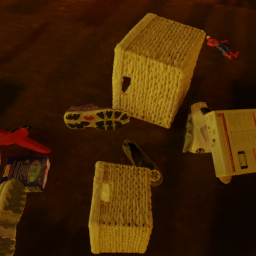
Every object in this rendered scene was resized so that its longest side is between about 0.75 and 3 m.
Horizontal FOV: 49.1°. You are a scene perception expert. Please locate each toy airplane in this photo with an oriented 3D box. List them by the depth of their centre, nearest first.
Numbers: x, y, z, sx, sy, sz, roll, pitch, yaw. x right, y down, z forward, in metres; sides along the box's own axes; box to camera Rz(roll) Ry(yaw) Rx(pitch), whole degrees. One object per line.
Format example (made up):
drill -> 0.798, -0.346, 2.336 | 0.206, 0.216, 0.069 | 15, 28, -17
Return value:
toy airplane -> -3.964, 0.413, 8.969 | 2.694, 0.495, 2.694 | 8, 27, -4

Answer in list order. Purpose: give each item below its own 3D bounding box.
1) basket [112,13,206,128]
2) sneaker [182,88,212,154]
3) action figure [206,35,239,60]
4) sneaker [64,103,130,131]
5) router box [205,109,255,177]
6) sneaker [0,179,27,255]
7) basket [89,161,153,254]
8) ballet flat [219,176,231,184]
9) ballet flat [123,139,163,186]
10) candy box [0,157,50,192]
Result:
basket -> 1.073, -2.063, 10.157 | 2.339, 2.883, 2.909 | 21, 50, 13
sneaker -> 2.588, -0.243, 9.745 | 1.197, 1.002, 2.706 | 8, 57, 7
action figure -> 4.483, -3.995, 13.571 | 0.632, 0.499, 1.931 | -25, 49, -18
sneaker -> -1.096, -0.541, 10.047 | 2.335, 0.941, 0.974 | 4, 41, 4
router box -> 3.320, 0.421, 8.393 | 1.724, 0.469, 1.921 | -3, 78, -19
sneaker -> -3.548, 2.747, 7.097 | 1.199, 1.093, 2.924 | -13, 42, 20
basket -> -0.182, 2.023, 7.051 | 1.427, 1.774, 1.758 | 2, 47, 0
ballet flat -> 3.025, 1.147, 8.792 | 0.428, 0.396, 1.214 | 3, 47, 3
ballet flat -> 0.420, 1.020, 8.866 | 0.662, 0.456, 1.966 | -22, 51, -19
candy box -> -3.103, 1.401, 8.499 | 1.241, 0.478, 1.049 | 1, 49, 0
